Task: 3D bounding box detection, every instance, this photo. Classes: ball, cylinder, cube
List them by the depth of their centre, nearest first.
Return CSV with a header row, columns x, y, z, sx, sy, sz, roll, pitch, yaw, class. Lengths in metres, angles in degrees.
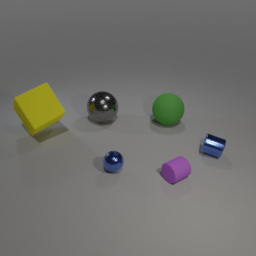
x,y,z,sx,sy,sz,roll,pitch,yaw,class
1.573,1.355,9.120,0.700,0.700,0.700,-20,36,-29,cylinder
-0.483,1.113,9.414,0.700,0.700,0.700,0,30,0,ball
3.110,0.633,10.204,0.700,0.700,0.700,20,34,11,cylinder
-3.552,-0.718,11.186,1.400,1.400,1.400,-33,3,-26,cube
1.756,-0.824,12.215,1.400,1.400,1.400,0,30,0,ball
-1.123,-0.923,12.390,1.400,1.400,1.400,0,30,0,ball
